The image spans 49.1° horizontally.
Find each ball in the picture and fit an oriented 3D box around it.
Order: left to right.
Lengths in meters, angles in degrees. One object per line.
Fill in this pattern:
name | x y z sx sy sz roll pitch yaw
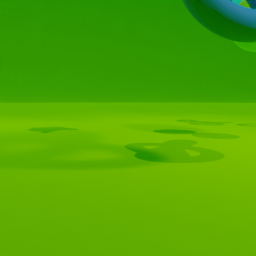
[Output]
ball | 2.325 -1.863 4.967 0.992 0.992 0.992 0 6 0

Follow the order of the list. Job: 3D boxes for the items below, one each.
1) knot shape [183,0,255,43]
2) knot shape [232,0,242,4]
knot shape | 1.085 -2.075 3.007 0.966 1.957 2.091 -5 40 26
knot shape | 3.437 -3.403 7.704 1.787 1.672 0.826 -9 11 -40
